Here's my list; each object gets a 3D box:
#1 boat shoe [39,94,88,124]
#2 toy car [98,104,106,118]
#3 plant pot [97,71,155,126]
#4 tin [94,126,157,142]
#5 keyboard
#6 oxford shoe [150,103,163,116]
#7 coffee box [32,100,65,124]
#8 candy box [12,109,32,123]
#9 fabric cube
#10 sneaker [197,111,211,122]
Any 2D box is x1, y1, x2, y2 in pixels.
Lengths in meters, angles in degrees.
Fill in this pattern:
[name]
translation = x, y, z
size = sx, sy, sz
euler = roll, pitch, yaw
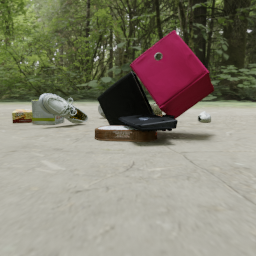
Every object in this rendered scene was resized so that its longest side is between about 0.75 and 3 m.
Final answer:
[boat shoe]
translation = -2.438, -0.720, 11.269
size = 0.974, 0.844, 2.284
euler = 2, -21, 37
[toy car]
translation = -0.320, -1.494, 15.369
size = 2.199, 1.884, 2.512
euler = -7, 10, -42
[plant pot]
translation = -0.106, -0.961, 10.988
size = 1.670, 1.878, 1.883
euler = -24, 5, 10
[tin]
translation = -0.072, 0.151, 8.222
size = 1.866, 0.391, 1.045
euler = 1, 11, 9
[keyboard]
translation = 0.686, -0.178, 8.362
size = 1.523, 0.325, 2.537
euler = -8, 9, -12
[oxford shoe]
translation = 0.429, -0.904, 13.963
size = 2.820, 1.041, 0.998
euler = -3, 8, -24
[coffee box]
translation = -3.541, -0.735, 12.478
size = 1.072, 1.060, 1.070
euler = 1, 7, 9
[candy box]
translation = -4.897, -0.603, 13.544
size = 1.132, 0.542, 1.962
euler = -2, 7, -16
[fabric cube]
translation = 1.446, -1.585, 8.983
size = 1.761, 1.790, 1.795
euler = -36, -21, 11
[sneaker]
translation = 3.540, -0.513, 13.365
size = 0.525, 0.487, 1.295
euler = -8, 6, 1
